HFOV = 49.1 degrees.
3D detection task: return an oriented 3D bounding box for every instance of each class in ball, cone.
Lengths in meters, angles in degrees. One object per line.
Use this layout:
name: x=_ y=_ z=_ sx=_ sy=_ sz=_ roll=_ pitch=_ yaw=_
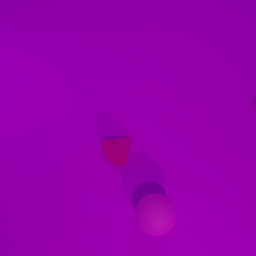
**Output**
ball: x=0.677 y=2.105 z=6.847 sx=0.987 sy=0.987 sz=0.987 roll=0 pitch=70 yaw=0
cone: x=-0.134 y=0.476 z=7.968 sx=0.880 sy=0.880 sz=0.883 roll=37 pitch=48 yaw=12
